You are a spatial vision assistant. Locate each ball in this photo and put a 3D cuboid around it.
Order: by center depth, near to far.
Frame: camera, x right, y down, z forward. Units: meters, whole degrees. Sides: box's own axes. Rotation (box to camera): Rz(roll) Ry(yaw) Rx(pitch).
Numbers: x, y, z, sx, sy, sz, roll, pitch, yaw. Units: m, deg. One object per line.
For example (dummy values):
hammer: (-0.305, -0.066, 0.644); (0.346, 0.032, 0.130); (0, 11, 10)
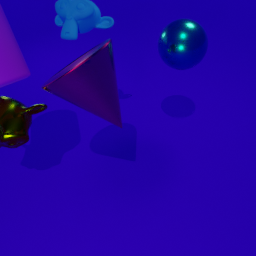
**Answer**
ball: (1.246, -1.897, 6.397); (1.127, 1.127, 1.127); (0, 41, 0)

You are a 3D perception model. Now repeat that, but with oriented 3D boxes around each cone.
cone: (-0.499, -0.556, 5.011); (1.450, 1.455, 1.450); (-30, 21, 13)

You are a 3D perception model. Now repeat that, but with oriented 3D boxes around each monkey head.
monkey head: (-2.526, -0.179, 5.515); (1.737, 1.249, 1.046); (0, 76, -1)
monkey head: (-1.137, -2.405, 6.354); (1.502, 0.905, 1.080); (8, 86, 13)

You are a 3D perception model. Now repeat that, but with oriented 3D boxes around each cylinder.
cylinder: (-2.626, -1.326, 4.893); (1.359, 1.359, 1.359); (-19, 15, 5)
